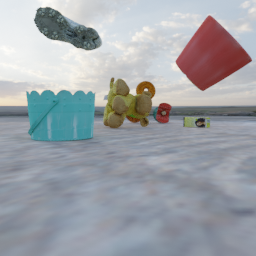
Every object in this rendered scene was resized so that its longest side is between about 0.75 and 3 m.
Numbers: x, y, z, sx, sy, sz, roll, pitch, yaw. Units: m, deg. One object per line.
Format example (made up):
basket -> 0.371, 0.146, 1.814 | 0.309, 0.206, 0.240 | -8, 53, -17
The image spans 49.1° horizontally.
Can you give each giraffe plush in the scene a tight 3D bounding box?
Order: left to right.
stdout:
giraffe plush -> 0.144, -0.967, 12.220 | 2.079, 2.212, 2.563 | 11, 17, -17

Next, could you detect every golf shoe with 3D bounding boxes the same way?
golf shoe -> -2.261, -3.693, 10.784 | 2.794, 1.094, 1.358 | 29, 15, 8

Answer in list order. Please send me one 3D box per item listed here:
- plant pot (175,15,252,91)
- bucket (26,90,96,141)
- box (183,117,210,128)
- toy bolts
plant pot -> 3.635, -3.161, 12.531 | 2.421, 2.736, 2.736 | -43, -17, 24
bucket -> -1.657, -0.323, 7.024 | 1.800, 1.171, 1.800 | 0, 3, 0
box -> 3.008, -0.255, 12.330 | 0.303, 0.455, 1.208 | -3, 3, -42
toy bolts -> 1.352, -1.352, 17.401 | 2.719, 2.597, 1.886 | 18, -5, -2
